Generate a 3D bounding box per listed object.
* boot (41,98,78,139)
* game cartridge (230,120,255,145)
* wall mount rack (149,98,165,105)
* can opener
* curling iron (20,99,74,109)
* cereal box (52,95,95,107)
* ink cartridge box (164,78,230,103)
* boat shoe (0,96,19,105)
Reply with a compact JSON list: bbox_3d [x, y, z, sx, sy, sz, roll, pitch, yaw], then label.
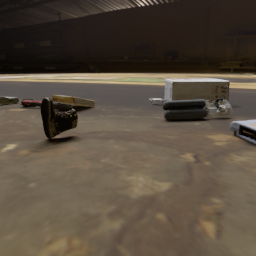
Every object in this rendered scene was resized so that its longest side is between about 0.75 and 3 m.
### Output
[{"bbox_3d":[-1.754,-0.323,7.225,0.858,1.139,0.417,-21,35,-37],"label":"boot"},{"bbox_3d":[3.829,0.198,6.768,1.611,0.502,2.419,-7,14,-10],"label":"game cartridge"},{"bbox_3d":[1.403,-1.250,13.192,0.759,0.283,0.660,6,18,21],"label":"wall mount rack"},{"bbox_3d":[2.490,-0.602,9.993,2.617,0.689,0.870,-2,-22,-14],"label":"can opener"},{"bbox_3d":[-3.528,-1.051,12.157,2.620,0.335,0.649,5,14,20],"label":"curling iron"},{"bbox_3d":[-2.305,-1.145,11.949,1.115,0.306,1.549,8,3,30],"label":"cereal box"},{"bbox_3d":[3.228,-1.849,13.783,2.663,1.117,2.338,-1,13,-3],"label":"ink cartridge box"},{"bbox_3d":[-5.728,-1.293,13.230,0.382,0.374,1.073,3,6,44],"label":"boat shoe"}]
